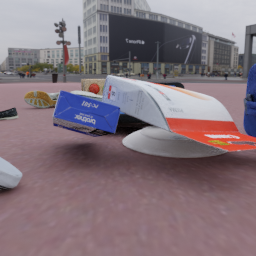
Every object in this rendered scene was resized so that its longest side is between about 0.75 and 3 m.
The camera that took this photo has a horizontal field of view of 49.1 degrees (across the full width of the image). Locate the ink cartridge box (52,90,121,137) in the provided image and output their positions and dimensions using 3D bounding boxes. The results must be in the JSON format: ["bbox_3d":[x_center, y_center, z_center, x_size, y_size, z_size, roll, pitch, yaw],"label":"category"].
[{"bbox_3d":[-0.858,-0.177,5.173,0.969,0.456,2.062,16,-7,-13],"label":"ink cartridge box"}]

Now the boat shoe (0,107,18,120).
[{"bbox_3d":[-4.254,-0.473,9.166,1.266,0.420,0.473,-8,13,-34],"label":"boat shoe"}]

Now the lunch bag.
[{"bbox_3d":[3.473,-0.488,5.631,1.737,1.784,2.626,-2,11,-11],"label":"lunch bag"}]

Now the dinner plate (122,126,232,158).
[{"bbox_3d":[1.060,0.201,6.172,2.375,0.288,2.375,-1,12,0],"label":"dinner plate"}]

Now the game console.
[{"bbox_3d":[0.423,-0.765,7.692,2.440,1.420,2.146,-1,-3,5],"label":"game console"}]

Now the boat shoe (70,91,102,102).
[{"bbox_3d":[-0.703,-0.512,9.000,2.846,1.036,0.879,9,56,12],"label":"boat shoe"}]

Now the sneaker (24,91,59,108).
[{"bbox_3d":[-3.661,-1.218,12.617,2.054,0.777,0.900,0,-3,-33],"label":"sneaker"}]

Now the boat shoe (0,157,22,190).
[{"bbox_3d":[-2.475,0.459,3.504,2.156,0.736,0.796,23,-5,-12],"label":"boat shoe"}]

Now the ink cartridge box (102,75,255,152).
[{"bbox_3d":[1.114,-0.316,4.796,2.104,0.651,2.595,1,13,-42],"label":"ink cartridge box"}]

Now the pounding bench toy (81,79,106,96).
[{"bbox_3d":[-0.847,-1.403,11.742,2.040,1.267,1.591,-3,11,-16],"label":"pounding bench toy"}]
